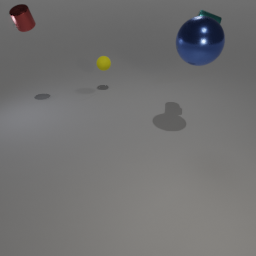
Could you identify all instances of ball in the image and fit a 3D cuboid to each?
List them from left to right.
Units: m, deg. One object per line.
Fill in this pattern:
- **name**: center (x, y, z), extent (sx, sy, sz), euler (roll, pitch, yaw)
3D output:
- **ball**: center (-1.182, -3.142, 13.619), extent (0.700, 0.700, 0.700), euler (0, 30, 0)
- **ball**: center (2.104, -2.533, 8.204), extent (1.400, 1.400, 1.400), euler (0, 30, 0)

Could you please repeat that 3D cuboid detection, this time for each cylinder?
- **cylinder**: center (-3.847, -4.014, 10.235), extent (0.700, 0.700, 0.700), euler (-4, 56, 7)
- **cylinder**: center (2.473, -3.266, 8.848), extent (0.700, 0.700, 0.700), euler (22, 31, -1)
